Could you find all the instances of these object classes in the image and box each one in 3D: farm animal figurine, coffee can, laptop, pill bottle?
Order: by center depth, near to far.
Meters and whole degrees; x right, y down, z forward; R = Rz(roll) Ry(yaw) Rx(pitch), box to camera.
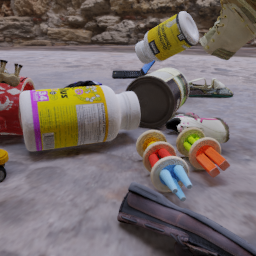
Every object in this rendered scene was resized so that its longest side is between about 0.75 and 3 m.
[{"bbox_3d":[-2.157,-0.813,4.199,0.905,0.563,1.120,15,6,5],"label":"farm animal figurine"},{"bbox_3d":[-1.140,-0.297,6.870,2.731,1.424,1.424,-7,21,-19],"label":"pill bottle"},{"bbox_3d":[0.966,-1.024,8.729,1.508,1.508,2.061,8,21,22],"label":"coffee can"},{"bbox_3d":[1.439,-3.351,10.796,2.299,1.288,1.288,-21,4,37],"label":"pill bottle"},{"bbox_3d":[0.430,-3.895,16.894,2.776,1.434,2.460,-1,19,-2],"label":"laptop"}]

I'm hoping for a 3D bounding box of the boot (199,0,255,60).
[{"bbox_3d":[2.064,-2.380,6.152,1.898,1.468,0.684,28,52,-21],"label":"boot"}]

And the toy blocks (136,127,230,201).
[{"bbox_3d":[1.131,0.649,5.298,1.632,0.711,1.959,-4,20,-9],"label":"toy blocks"}]

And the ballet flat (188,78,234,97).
[{"bbox_3d":[3.384,-1.726,11.826,2.272,0.817,0.817,1,20,2],"label":"ballet flat"}]

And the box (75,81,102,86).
[{"bbox_3d":[-1.721,-1.709,12.153,0.972,0.510,0.893,-12,22,-27],"label":"box"}]

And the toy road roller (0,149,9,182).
[{"bbox_3d":[-2.824,0.618,5.293,1.046,0.764,0.643,-9,22,-24],"label":"toy road roller"}]

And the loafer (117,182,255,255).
[{"bbox_3d":[0.671,1.369,3.646,2.012,0.723,0.634,19,69,43],"label":"loafer"}]

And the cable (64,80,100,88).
[{"bbox_3d":[-1.891,-1.431,10.887,1.846,0.469,1.506,-2,40,0],"label":"cable"}]

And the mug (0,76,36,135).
[{"bbox_3d":[-4.057,-0.377,7.306,2.847,2.527,1.899,3,-23,-4],"label":"mug"}]

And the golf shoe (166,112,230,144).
[{"bbox_3d":[1.713,0.067,7.066,0.864,0.681,1.877,-14,15,-23],"label":"golf shoe"}]
